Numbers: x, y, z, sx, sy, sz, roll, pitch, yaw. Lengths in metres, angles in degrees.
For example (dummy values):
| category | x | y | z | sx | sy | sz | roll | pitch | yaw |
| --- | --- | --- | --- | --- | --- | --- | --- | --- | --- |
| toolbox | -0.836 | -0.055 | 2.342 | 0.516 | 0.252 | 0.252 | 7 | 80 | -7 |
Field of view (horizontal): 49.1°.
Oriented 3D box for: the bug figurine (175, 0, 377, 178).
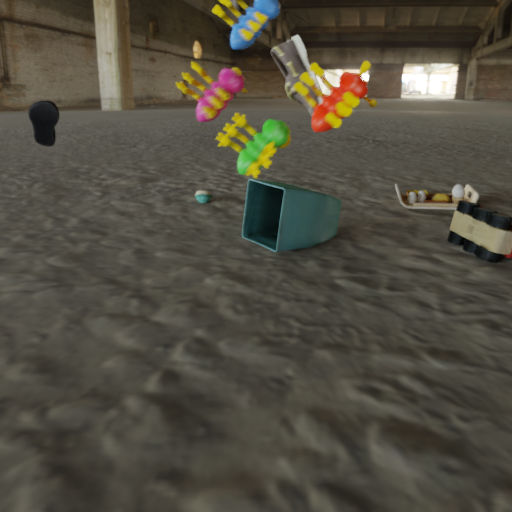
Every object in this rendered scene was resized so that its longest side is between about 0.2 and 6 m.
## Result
| category | x | y | z | sx | sy | sz | roll | pitch | yaw |
| --- | --- | --- | --- | --- | --- | --- | --- | --- | --- |
| bug figurine | 0.240 | -3.300 | 10.893 | 3.977 | 3.084 | 1.023 | 52 | 14 | 24 |

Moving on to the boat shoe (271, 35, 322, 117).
| category | x | y | z | sx | sy | sz | roll | pitch | yaw |
| --- | --- | --- | --- | --- | --- | --- | --- | --- | --- |
| boat shoe | 1.074 | -4.276 | 13.802 | 0.801 | 2.693 | 0.967 | -19 | -26 | 5 |

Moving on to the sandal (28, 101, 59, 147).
| category | x | y | z | sx | sy | sz | roll | pitch | yaw |
| --- | --- | --- | --- | --- | --- | --- | --- | --- | --- |
| sandal | -4.409 | -2.828 | 11.689 | 0.584 | 0.351 | 1.556 | 14 | -24 | -16 |

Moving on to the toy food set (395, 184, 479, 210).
| category | x | y | z | sx | sy | sz | roll | pitch | yaw |
| --- | --- | --- | --- | --- | --- | --- | --- | --- | --- |
| toy food set | 4.748 | -1.697 | 14.929 | 1.995 | 0.603 | 1.432 | 3 | 19 | 9 |

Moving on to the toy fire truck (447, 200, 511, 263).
| category | x | y | z | sx | sy | sz | roll | pitch | yaw |
| --- | --- | --- | --- | --- | --- | --- | --- | --- | --- |
| toy fire truck | 5.021 | -0.558 | 11.015 | 1.847 | 1.188 | 1.626 | 7 | 16 | -14 |

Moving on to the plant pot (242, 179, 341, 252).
| category | x | y | z | sx | sy | sz | roll | pitch | yaw |
| --- | --- | --- | --- | --- | --- | --- | --- | --- | --- |
| plant pot | 0.824 | -0.868 | 11.608 | 1.761 | 1.244 | 1.244 | -4 | 17 | -35 |

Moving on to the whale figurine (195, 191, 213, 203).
| category | x | y | z | sx | sy | sz | roll | pitch | yaw |
| --- | --- | --- | --- | --- | --- | --- | --- | --- | --- |
| whale figurine | -1.412 | -1.567 | 15.146 | 0.499 | 0.325 | 0.627 | 1 | -6 | 0 |
